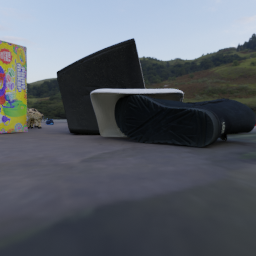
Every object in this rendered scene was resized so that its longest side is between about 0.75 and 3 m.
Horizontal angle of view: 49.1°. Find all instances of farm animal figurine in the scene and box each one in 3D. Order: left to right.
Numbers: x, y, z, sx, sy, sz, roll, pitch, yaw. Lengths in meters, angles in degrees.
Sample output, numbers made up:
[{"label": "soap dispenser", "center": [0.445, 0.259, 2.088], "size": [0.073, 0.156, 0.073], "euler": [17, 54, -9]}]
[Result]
[{"label": "farm animal figurine", "center": [-3.930, -0.459, 10.326], "size": [1.527, 0.951, 1.890], "euler": [-1, 2, -22]}]

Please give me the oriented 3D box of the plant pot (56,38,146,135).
[{"label": "plant pot", "center": [-0.685, -0.825, 7.293], "size": [1.943, 2.185, 2.190], "euler": [-12, 4, -6]}]

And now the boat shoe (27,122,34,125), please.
[{"label": "boat shoe", "center": [-5.340, -0.291, 14.494], "size": [0.912, 0.329, 0.296], "euler": [5, -8, -44]}]

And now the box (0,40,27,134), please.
[{"label": "box", "center": [-4.000, -1.045, 7.524], "size": [2.243, 2.328, 1.420], "euler": [1, 3, 29]}]

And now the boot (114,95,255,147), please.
[{"label": "boot", "center": [0.980, -0.166, 4.860], "size": [1.979, 0.756, 1.663], "euler": [11, 12, 40]}]

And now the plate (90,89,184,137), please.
[{"label": "plate", "center": [0.170, -0.284, 5.237], "size": [1.548, 0.251, 1.551], "euler": [-1, -30, 2]}]

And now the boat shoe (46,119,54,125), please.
[{"label": "boat shoe", "center": [-4.286, -0.354, 15.481], "size": [0.422, 0.344, 1.003], "euler": [-2, 3, -35]}]
